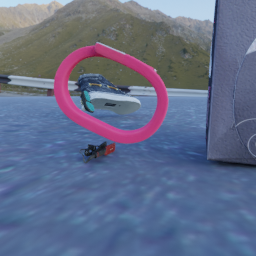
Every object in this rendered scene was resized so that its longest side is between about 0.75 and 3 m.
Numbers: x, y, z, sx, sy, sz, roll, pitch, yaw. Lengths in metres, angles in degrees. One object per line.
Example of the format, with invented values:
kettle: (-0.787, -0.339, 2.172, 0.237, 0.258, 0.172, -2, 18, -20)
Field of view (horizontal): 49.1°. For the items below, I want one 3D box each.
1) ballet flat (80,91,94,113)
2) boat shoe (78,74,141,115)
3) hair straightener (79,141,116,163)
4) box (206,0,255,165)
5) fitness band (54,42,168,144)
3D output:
ballet flat: (-1.262, -0.721, 8.536, 0.331, 0.333, 0.972, 26, 30, -39)
boat shoe: (-0.642, -1.347, 10.876, 2.748, 1.247, 0.972, 7, -36, -46)
hair straightener: (-0.539, 0.392, 4.626, 0.369, 0.196, 0.958, 10, 16, 18)
box: (2.244, -0.990, 4.240, 1.934, 2.927, 1.679, 4, 11, 15)
fitness band: (-0.232, -0.452, 3.748, 1.567, 1.125, 0.293, 26, 14, 4)
